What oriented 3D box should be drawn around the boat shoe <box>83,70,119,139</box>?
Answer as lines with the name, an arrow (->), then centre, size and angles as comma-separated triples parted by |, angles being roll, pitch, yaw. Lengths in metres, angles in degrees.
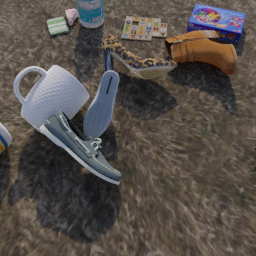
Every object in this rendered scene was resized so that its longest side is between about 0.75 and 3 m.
boat shoe -> -0.847, -0.780, 9.742 | 0.879, 0.758, 2.442 | 21, 87, 0

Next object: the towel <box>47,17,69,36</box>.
towel -> -3.327, -4.806, 13.203 | 0.880, 0.135, 1.154 | -17, 58, -11

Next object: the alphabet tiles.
alphabet tiles -> 0.811, -4.656, 13.127 | 2.022, 0.076, 1.691 | 6, 55, 5

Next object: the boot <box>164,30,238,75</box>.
boot -> 2.892, -2.935, 11.373 | 2.263, 1.078, 2.925 | -11, 44, -8

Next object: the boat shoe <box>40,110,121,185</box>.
boat shoe -> -1.274, 0.577, 8.492 | 2.950, 1.074, 0.911 | 37, 85, 5

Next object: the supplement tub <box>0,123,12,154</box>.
supplement tub -> -4.953, 0.629, 8.468 | 1.676, 1.676, 2.317 | 29, 60, 19

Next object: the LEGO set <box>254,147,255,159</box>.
LEGO set -> 4.590, 1.034, 9.050 | 1.599, 0.453, 1.038 | -14, 57, -25

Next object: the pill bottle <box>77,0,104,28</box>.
pill bottle -> -1.713, -5.708, 12.618 | 1.166, 2.104, 1.166 | 0, 54, -1

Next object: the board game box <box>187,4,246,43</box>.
board game box -> 4.102, -4.894, 13.006 | 2.367, 0.530, 1.592 | 18, 57, 12

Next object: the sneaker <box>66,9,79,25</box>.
sneaker -> -2.631, -5.351, 13.393 | 0.580, 0.418, 1.110 | -15, 52, -4

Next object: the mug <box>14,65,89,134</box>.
mug -> -2.732, -1.024, 9.356 | 1.972, 2.250, 1.661 | -52, 32, -15

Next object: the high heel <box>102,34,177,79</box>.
high heel -> 0.388, -2.989, 11.040 | 2.914, 1.041, 2.077 | -6, 74, 6
